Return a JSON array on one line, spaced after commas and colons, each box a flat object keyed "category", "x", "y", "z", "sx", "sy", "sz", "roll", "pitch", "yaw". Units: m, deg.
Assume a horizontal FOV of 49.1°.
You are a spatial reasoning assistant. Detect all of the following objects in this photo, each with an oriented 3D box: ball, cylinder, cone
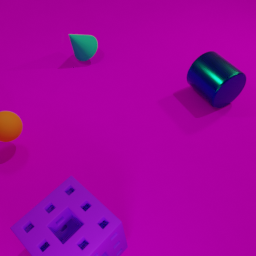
[{"category": "ball", "x": -2.997, "y": -0.037, "z": 6.882, "sx": 0.765, "sy": 0.765, "sz": 0.765, "roll": 0, "pitch": 50, "yaw": 0}, {"category": "cylinder", "x": 2.621, "y": -1.447, "z": 8.390, "sx": 1.252, "sy": 1.252, "sz": 1.252, "roll": -23, "pitch": 53, "yaw": -19}, {"category": "cone", "x": -1.691, "y": -2.900, "z": 9.406, "sx": 0.979, "sy": 0.983, "sz": 0.979, "roll": -6, "pitch": 76, "yaw": 24}]

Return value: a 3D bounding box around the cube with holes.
[{"category": "cube with holes", "x": -0.922, "y": 1.894, "z": 4.811, "sx": 1.249, "sy": 1.249, "sz": 1.249, "roll": 34, "pitch": 61, "yaw": 29}]
